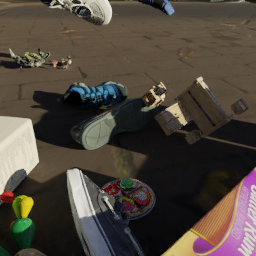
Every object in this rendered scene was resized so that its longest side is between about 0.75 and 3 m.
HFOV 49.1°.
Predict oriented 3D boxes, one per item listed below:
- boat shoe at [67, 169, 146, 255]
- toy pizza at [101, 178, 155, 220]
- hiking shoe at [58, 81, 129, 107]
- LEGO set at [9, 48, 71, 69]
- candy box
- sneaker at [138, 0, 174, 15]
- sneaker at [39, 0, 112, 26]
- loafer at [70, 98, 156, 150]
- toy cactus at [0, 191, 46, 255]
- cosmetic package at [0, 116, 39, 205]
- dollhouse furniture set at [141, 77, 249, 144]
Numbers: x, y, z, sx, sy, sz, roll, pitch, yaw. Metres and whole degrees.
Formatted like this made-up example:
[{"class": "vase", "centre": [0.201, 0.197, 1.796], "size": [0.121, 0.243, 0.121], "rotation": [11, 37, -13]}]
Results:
[{"class": "boat shoe", "centre": [-0.328, 1.302, 3.960], "size": [0.726, 0.769, 2.143], "rotation": [-13, 34, -22]}, {"class": "toy pizza", "centre": [-0.031, 1.166, 4.814], "size": [1.009, 0.160, 1.009], "rotation": [0, 29, 0]}, {"class": "hiking shoe", "centre": [-0.961, -0.858, 8.088], "size": [1.998, 0.743, 0.866], "rotation": [2, 35, 23]}, {"class": "LEGO set", "centre": [-3.654, -2.755, 11.726], "size": [2.501, 0.709, 1.624], "rotation": [18, 33, 5]}, {"class": "candy box", "centre": [1.299, 1.687, 2.931], "size": [2.777, 0.784, 1.620], "rotation": [-25, 50, -36]}, {"class": "sneaker", "centre": [0.721, -4.322, 9.274], "size": [1.812, 0.706, 0.636], "rotation": [47, 27, -4]}, {"class": "sneaker", "centre": [-1.430, -2.799, 6.054], "size": [2.267, 0.847, 0.929], "rotation": [24, 57, -22]}, {"class": "loafer", "centre": [-0.325, -0.251, 6.793], "size": [2.326, 0.836, 0.732], "rotation": [-26, 32, -36]}, {"class": "toy cactus", "centre": [-1.562, 1.555, 3.525], "size": [1.571, 0.974, 1.904], "rotation": [15, 22, 7]}, {"class": "cosmetic package", "centre": [-2.403, 0.692, 4.781], "size": [0.732, 1.037, 2.003], "rotation": [6, 28, 11]}, {"class": "dollhouse furniture set", "centre": [1.534, -0.702, 6.320], "size": [0.953, 1.952, 1.665], "rotation": [-29, 82, -43]}]
